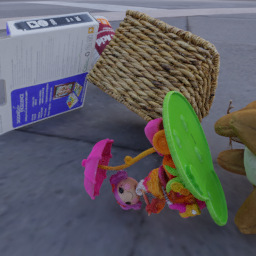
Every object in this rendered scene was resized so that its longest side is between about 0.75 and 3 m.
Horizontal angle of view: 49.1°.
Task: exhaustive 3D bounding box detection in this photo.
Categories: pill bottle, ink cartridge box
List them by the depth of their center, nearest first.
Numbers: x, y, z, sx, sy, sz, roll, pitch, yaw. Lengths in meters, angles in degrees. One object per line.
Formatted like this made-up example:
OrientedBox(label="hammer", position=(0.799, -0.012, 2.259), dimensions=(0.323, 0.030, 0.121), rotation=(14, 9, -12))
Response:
OrientedBox(label="ink cartridge box", position=(-2.066, -1.203, 6.476), dimensions=(2.672, 2.647, 0.580), rotation=(-25, 61, -37))
OrientedBox(label="pill bottle", position=(-0.711, -2.393, 9.099), dimensions=(1.253, 1.253, 2.195), rotation=(-22, 74, -34))

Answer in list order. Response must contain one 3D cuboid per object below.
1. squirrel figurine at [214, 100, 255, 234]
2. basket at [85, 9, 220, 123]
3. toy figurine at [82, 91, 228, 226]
OrientedBox(label="squirrel figurine", position=(2.684, 0.139, 4.471), dimensions=(2.539, 1.797, 2.370), rotation=(-12, 15, 18))
OrientedBox(label="basket", position=(0.722, -1.116, 6.390), dimensions=(2.580, 1.922, 1.841), rotation=(36, 5, 33))
OrientedBox(label="toy figurine", position=(0.239, 0.706, 4.248), dimensions=(1.859, 2.020, 1.517), rotation=(-21, 16, 28))
